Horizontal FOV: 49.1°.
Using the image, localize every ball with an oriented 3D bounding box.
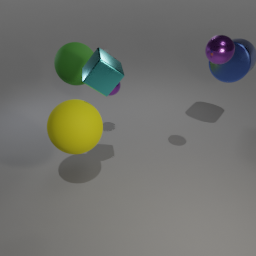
[{"bbox_3d":[-1.342,-0.029,7.139,1.400,1.400,1.400,0,30,0],"label":"ball"},{"bbox_3d":[-1.723,-2.118,9.288,1.400,1.400,1.400,0,30,0],"label":"ball"},{"bbox_3d":[-0.598,-1.436,9.394,0.700,0.700,0.700,0,30,0],"label":"ball"},{"bbox_3d":[2.273,-1.933,6.930,0.700,0.700,0.700,0,30,0],"label":"ball"}]

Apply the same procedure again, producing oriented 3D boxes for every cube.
[{"bbox_3d":[-0.597,-1.316,6.597,0.700,0.700,0.700,29,28,-29],"label":"cube"}]

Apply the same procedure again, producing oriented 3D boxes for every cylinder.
[{"bbox_3d":[3.793,-2.457,10.111,1.400,1.400,1.400,17,27,27],"label":"cylinder"}]
